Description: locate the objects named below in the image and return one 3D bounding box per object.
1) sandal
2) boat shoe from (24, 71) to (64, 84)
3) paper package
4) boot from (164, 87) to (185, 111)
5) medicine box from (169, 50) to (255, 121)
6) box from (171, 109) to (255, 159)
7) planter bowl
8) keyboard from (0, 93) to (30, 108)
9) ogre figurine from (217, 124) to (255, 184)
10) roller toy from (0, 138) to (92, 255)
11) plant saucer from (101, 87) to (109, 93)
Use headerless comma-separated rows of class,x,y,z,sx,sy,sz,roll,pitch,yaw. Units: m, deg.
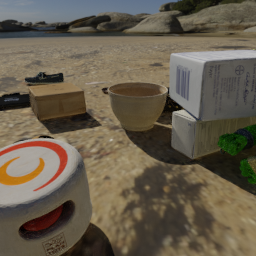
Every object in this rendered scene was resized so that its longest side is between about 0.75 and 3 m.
sandal,-2.054,0.456,6.982,1.827,0.499,0.746,9,24,21
boat shoe,-4.253,-2.534,14.171,2.032,0.628,0.761,3,22,7
paper package,-2.586,-1.022,10.128,1.694,0.877,1.615,-12,25,-25
boot,1.488,-0.973,9.852,1.994,0.969,2.648,0,18,-3
medicine box,2.649,-1.221,7.152,2.616,1.347,2.383,-4,19,-8
box,2.315,-0.037,7.471,2.260,1.073,0.879,-11,23,-28
planter bowl,0.300,-0.640,8.730,1.814,1.221,1.814,0,23,0
keyboard,-4.632,-1.091,11.148,2.124,0.272,1.275,-9,30,-23
ogre figurine,3.568,0.516,5.708,2.882,1.414,1.728,5,32,45
roller toy,-1.445,1.112,4.311,1.693,1.297,1.856,3,32,13
plant saucer,-0.832,-1.717,12.841,0.789,0.127,0.789,-1,22,0
